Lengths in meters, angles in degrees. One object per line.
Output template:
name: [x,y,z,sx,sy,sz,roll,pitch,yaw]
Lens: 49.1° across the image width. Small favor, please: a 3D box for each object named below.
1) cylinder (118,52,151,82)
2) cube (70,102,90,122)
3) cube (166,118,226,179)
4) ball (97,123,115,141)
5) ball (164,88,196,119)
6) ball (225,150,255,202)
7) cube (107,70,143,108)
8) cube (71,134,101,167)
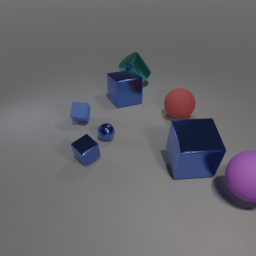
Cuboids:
cylinder: [0.394,-3.401,16.194,1.400,1.400,1.400,-31,30,20]
cube: [-2.085,-0.703,12.330,0.700,0.700,0.700,5,-13,3]
cube: [2.132,0.667,9.131,1.400,1.400,1.400,-3,48,-6]
ball: [-0.871,0.153,11.191,0.700,0.700,0.700,0,30,0]
ball: [2.337,-1.101,12.668,1.400,1.400,1.400,0,30,0]
ball: [3.426,1.323,7.729,1.400,1.400,1.400,0,30,0]
cube: [-0.170,-2.023,14.302,1.400,1.400,1.400,-13,32,-21]
cube: [-1.471,0.778,9.843,0.700,0.700,0.700,-35,54,-25]
